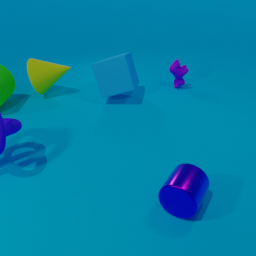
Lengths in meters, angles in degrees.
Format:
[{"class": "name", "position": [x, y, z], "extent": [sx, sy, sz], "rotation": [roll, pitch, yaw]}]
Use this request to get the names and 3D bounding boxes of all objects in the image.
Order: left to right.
[{"class": "cylinder", "position": [-4.680, -1.336, 9.346], "extent": [1.366, 1.366, 1.366], "rotation": [1, 30, 1]}, {"class": "knot shape", "position": [-3.037, 0.197, 6.294], "extent": [0.748, 1.514, 1.618], "rotation": [38, 54, -17]}, {"class": "cone", "position": [-2.720, -2.041, 10.235], "extent": [1.359, 1.354, 1.354], "rotation": [-13, 30, 7]}, {"class": "cube", "position": [-0.399, -1.892, 9.908], "extent": [1.211, 1.211, 1.211], "rotation": [-12, 17, 15]}, {"class": "cow figurine", "position": [1.897, -2.058, 10.836], "extent": [0.958, 0.943, 0.526], "rotation": [26, 32, -26]}, {"class": "cylinder", "position": [1.123, 1.244, 5.597], "extent": [0.797, 0.797, 0.797], "rotation": [17, 35, 26]}]
